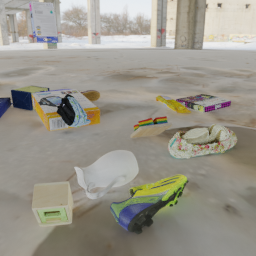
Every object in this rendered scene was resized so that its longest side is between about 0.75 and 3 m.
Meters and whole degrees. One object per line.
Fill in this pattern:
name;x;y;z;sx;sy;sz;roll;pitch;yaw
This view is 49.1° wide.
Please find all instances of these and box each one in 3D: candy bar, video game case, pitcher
candy bar;1.751;-0.969;11.272;0.604;0.268;2.423;-2;19;-15
video game case;3.065;-1.039;11.414;1.659;0.297;1.504;-14;24;-34
pitcher;-0.350;0.917;5.427;1.160;0.703;0.995;-17;29;-18

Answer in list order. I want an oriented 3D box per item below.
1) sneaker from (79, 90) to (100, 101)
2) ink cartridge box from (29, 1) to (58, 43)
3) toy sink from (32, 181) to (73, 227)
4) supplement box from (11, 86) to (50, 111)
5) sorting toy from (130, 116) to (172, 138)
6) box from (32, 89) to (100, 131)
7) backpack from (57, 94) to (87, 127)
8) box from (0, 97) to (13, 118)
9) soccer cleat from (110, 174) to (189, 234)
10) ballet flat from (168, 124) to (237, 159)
sneaker;-1.909;-1.440;12.234;1.367;0.512;0.616;-9;28;-26
ink cartridge box;-1.910;-2.380;6.366;0.532;0.892;0.187;-13;10;-37
toy sink;-1.179;1.279;4.509;0.534;0.819;0.459;-3;49;-7
supplement box;-3.910;-1.234;11.336;1.076;0.722;1.075;11;22;28
sorting toy;0.605;-0.038;7.856;0.930;0.325;0.935;-7;-13;-19
box;-2.333;-0.779;10.030;1.745;0.608;2.932;-10;24;-25
backpack;-1.619;-0.425;8.169;0.699;0.742;0.909;20;22;-36
box;-5.391;-0.757;10.485;1.584;0.424;2.614;-4;19;-10
soccer cleat;0.422;1.131;4.824;0.709;0.548;1.695;33;37;31
ballet flat;1.993;0.267;7.025;2.151;0.687;0.813;-13;45;-25
